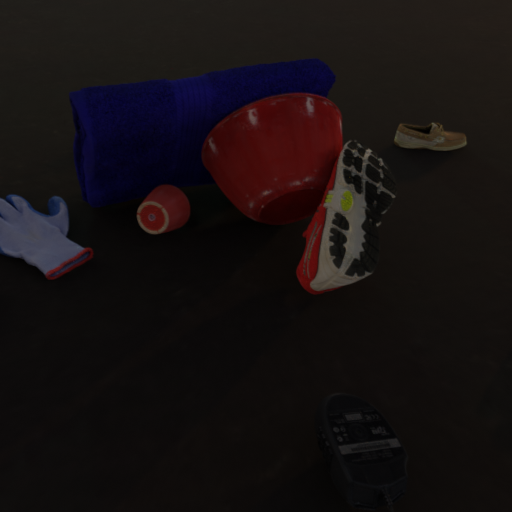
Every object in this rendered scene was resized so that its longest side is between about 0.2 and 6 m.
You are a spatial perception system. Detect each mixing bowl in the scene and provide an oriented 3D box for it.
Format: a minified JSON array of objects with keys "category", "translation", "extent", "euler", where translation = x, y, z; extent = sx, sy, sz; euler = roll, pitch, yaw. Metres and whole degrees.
[{"category":"mixing bowl","translation":[0.424,-1.349,9.124],"extent":[2.420,2.420,1.311],"euler":[-10,67,-14]}]

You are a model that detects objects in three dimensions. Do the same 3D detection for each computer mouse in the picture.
[{"category":"computer mouse","translation":[1.175,2.381,5.046],"extent":[0.786,0.456,2.681],"euler":[3,37,-20]}]

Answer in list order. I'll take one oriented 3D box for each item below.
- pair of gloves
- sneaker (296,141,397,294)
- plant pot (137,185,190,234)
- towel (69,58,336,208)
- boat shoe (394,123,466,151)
[{"category":"pair of gloves","translation":[-4.293,-0.072,8.559],"extent":[2.846,0.403,3.540],"euler":[26,43,32]},{"category":"sneaker","translation":[1.230,-0.637,8.406],"extent":[1.111,1.225,2.885],"euler":[38,49,-14]},{"category":"plant pot","translation":[-1.533,-0.703,9.029],"extent":[0.765,0.765,0.677],"euler":[9,22,13]},{"category":"towel","translation":[-0.960,-1.952,9.535],"extent":[4.170,3.079,1.033],"euler":[-15,79,-18]},{"category":"boat shoe","translation":[3.813,-2.617,12.162],"extent":[1.545,0.513,0.572],"euler":[0,34,0]}]
